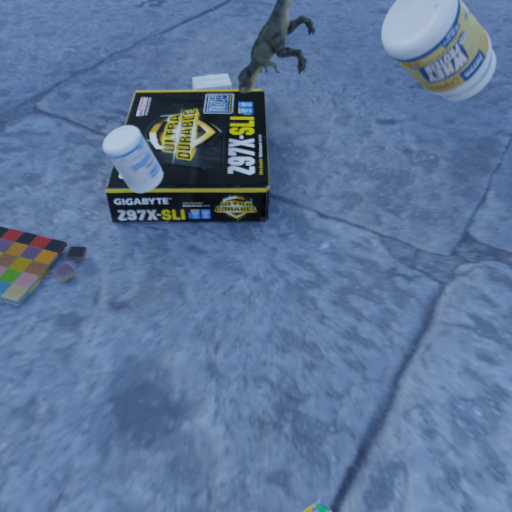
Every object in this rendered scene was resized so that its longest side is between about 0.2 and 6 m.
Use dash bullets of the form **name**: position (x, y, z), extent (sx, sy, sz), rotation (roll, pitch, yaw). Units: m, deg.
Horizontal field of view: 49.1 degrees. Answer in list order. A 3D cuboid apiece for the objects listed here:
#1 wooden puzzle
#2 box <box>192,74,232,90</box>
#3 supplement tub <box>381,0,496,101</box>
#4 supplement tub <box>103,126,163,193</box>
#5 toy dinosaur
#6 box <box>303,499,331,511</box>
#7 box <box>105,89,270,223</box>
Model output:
- **wooden puzzle**: position (-4.575, 0.153, 10.341), extent (2.687, 0.189, 1.594), rotation (13, 45, 13)
- **box**: position (-1.100, -4.028, 14.190), extent (0.920, 0.925, 0.605), rotation (-9, 47, -9)
- **supplement tub**: position (3.366, -3.826, 10.206), extent (1.955, 1.414, 1.414), rotation (23, 28, -40)
- **supplement tub**: position (-1.898, -1.491, 8.683), extent (0.609, 0.922, 0.609), rotation (-11, 51, 14)
- **toy dinosaur**: position (0.528, -4.289, 10.946), extent (1.168, 2.650, 0.629), rotation (14, 24, -22)
- **box**: position (0.340, 3.583, 5.864), extent (1.452, 1.399, 0.886), rotation (-25, 49, -25)
- **box**: position (-1.343, -2.332, 12.393), extent (3.204, 0.990, 4.013), rotation (1, 44, -1)
